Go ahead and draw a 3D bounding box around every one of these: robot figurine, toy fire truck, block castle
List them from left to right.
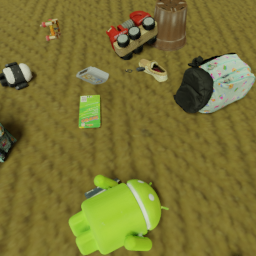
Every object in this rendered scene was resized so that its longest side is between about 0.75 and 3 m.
[{"bbox_3d":[-5.143,-2.383,12.794,1.439,1.081,0.898,-25,32,-19],"label":"robot figurine"},{"bbox_3d":[-2.304,-2.939,8.370,0.379,0.540,0.809,-7,28,6],"label":"block castle"},{"bbox_3d":[-0.260,2.566,8.253,2.795,1.617,2.452,-22,48,-16],"label":"robot figurine"},{"bbox_3d":[-0.084,-5.044,14.458,2.368,1.731,2.690,-36,65,-6],"label":"toy fire truck"}]

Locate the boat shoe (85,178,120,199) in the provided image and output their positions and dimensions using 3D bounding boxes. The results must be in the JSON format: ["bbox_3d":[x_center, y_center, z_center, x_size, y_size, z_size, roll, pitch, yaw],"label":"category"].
[{"bbox_3d":[-0.869,2.023,9.472,1.256,0.470,0.388,-33,68,-13],"label":"boat shoe"}]

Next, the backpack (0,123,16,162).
[{"bbox_3d":[-5.417,0.209,9.625,2.174,2.474,1.896,15,52,11],"label":"backpack"}]

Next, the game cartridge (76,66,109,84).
[{"bbox_3d":[-1.164,-1.732,9.392,0.780,1.172,0.243,25,76,-29],"label":"game cartridge"}]

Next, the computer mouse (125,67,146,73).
[{"bbox_3d":[0.299,-2.364,11.253,0.825,0.140,0.242,-8,52,-6],"label":"computer mouse"}]

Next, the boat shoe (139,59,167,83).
[{"bbox_3d":[1.224,-2.889,13.371,0.667,0.599,1.803,-35,59,-25],"label":"boat shoe"}]

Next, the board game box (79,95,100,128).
[{"bbox_3d":[-1.600,-0.671,11.792,0.868,0.272,1.816,-4,48,-2],"label":"board game box"}]

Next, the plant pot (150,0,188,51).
[{"bbox_3d":[2.153,-5.463,14.533,2.101,2.080,2.101,0,52,0],"label":"plant pot"}]

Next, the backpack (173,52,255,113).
[{"bbox_3d":[3.657,-1.852,11.632,2.972,2.480,1.881,-22,69,-22],"label":"backpack"}]
